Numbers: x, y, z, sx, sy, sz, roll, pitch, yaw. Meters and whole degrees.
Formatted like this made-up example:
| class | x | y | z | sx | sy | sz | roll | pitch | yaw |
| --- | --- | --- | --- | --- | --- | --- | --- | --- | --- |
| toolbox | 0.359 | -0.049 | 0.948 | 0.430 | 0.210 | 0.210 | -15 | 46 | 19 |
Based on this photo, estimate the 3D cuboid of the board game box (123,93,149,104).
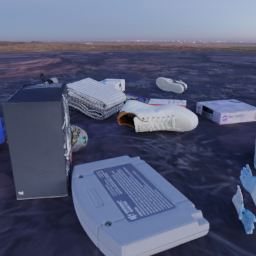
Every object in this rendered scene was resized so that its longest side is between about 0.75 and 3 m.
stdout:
| class | x | y | z | sx | sy | sz | roll | pitch | yaw |
| --- | --- | --- | --- | --- | --- | --- | --- | --- | --- |
| board game box | 0.043 | -1.252 | 13.235 | 1.208 | 0.414 | 1.461 | -18 | 27 | -39 |

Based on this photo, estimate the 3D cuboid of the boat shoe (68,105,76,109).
| class | x | y | z | sx | sy | sz | roll | pitch | yaw |
| --- | --- | --- | --- | --- | --- | --- | --- | --- | --- |
| boat shoe | -2.292 | -1.006 | 12.550 | 1.360 | 0.617 | 0.481 | 41 | 36 | 22 |

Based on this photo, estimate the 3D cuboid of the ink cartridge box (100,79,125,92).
| class | x | y | z | sx | sy | sz | roll | pitch | yaw |
| --- | --- | --- | --- | --- | --- | --- | --- | --- | --- |
| ink cartridge box | -0.968 | -2.332 | 15.888 | 1.150 | 0.670 | 1.591 | 6 | 20 | 17 |

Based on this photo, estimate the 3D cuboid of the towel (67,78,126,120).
| class | x | y | z | sx | sy | sz | roll | pitch | yaw |
| --- | --- | --- | --- | --- | --- | --- | --- | --- | --- |
| towel | -1.457 | -1.234 | 11.993 | 2.264 | 0.969 | 1.875 | 23 | 28 | 19 |

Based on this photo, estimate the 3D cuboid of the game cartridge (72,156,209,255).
| class | x | y | z | sx | sy | sz | roll | pitch | yaw |
| --- | --- | --- | --- | --- | --- | --- | --- | --- | --- |
| game cartridge | -0.066 | 1.410 | 5.586 | 1.909 | 0.586 | 2.868 | -5 | 20 | -24 |

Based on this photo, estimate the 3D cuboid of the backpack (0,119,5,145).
| class | x | y | z | sx | sy | sz | roll | pitch | yaw |
| --- | --- | --- | --- | --- | --- | --- | --- | --- | --- |
| backpack | -4.906 | -0.183 | 7.900 | 2.436 | 2.044 | 1.979 | 16 | 32 | 30 |

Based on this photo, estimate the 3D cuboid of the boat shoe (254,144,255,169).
| class | x | y | z | sx | sy | sz | roll | pitch | yaw |
| --- | --- | --- | --- | --- | --- | --- | --- | --- | --- |
| boat shoe | 3.983 | 0.555 | 7.574 | 0.967 | 0.753 | 2.129 | 5 | 18 | 27 |

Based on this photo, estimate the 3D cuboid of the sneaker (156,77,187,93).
| class | x | y | z | sx | sy | sz | roll | pitch | yaw |
| --- | --- | --- | --- | --- | --- | --- | --- | --- | --- |
| sneaker | 2.551 | -2.503 | 16.327 | 1.859 | 0.729 | 0.738 | 28 | 37 | 32 |

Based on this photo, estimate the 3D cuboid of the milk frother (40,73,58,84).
| class | x | y | z | sx | sy | sz | roll | pitch | yaw |
| --- | --- | --- | --- | --- | --- | --- | --- | --- | --- |
| milk frother | -4.953 | -3.009 | 17.483 | 0.816 | 0.904 | 0.850 | 2 | 19 | 18 |

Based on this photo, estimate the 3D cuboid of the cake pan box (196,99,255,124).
| class | x | y | z | sx | sy | sz | roll | pitch | yaw |
| --- | --- | --- | --- | --- | --- | --- | --- | --- | --- |
| cake pan box | 4.078 | -0.709 | 11.566 | 2.012 | 0.526 | 1.853 | -6 | 18 | -17 |

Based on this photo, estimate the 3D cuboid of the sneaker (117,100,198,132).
| class | x | y | z | sx | sy | sz | roll | pitch | yaw |
| --- | --- | --- | --- | --- | --- | --- | --- | --- | --- |
| sneaker | 0.931 | -0.173 | 9.730 | 2.825 | 1.029 | 1.196 | 9 | 42 | 27 |

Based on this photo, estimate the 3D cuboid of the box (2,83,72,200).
| class | x | y | z | sx | sy | sz | roll | pitch | yaw |
| --- | --- | --- | --- | --- | --- | --- | --- | --- | --- |
| box | -1.957 | 0.196 | 6.536 | 1.124 | 2.160 | 1.967 | -3 | 20 | -7 |

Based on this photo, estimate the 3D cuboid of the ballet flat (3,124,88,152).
| class | x | y | z | sx | sy | sz | roll | pitch | yaw |
| --- | --- | --- | --- | --- | --- | --- | --- | --- | --- |
| ballet flat | -2.625 | 0.165 | 8.196 | 2.810 | 1.011 | 1.011 | 5 | 20 | 10 |

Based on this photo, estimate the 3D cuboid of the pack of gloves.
| class | x | y | z | sx | sy | sz | roll | pitch | yaw |
| --- | --- | --- | --- | --- | --- | --- | --- | --- | --- |
| pack of gloves | 2.145 | 1.283 | 5.206 | 0.231 | 0.982 | 1.169 | 7 | 20 | 2 |

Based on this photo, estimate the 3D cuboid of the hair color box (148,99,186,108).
| class | x | y | z | sx | sy | sz | roll | pitch | yaw |
| --- | --- | --- | --- | --- | --- | --- | --- | --- | --- |
| hair color box | 1.699 | -0.906 | 12.130 | 1.586 | 0.507 | 0.879 | 3 | 19 | 12 |
